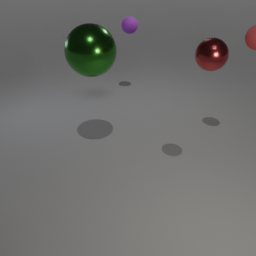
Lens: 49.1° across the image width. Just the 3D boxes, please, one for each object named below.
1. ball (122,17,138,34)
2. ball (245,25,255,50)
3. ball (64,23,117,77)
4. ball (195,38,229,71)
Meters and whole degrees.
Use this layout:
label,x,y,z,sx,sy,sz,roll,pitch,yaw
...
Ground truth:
label,x,y,z,sx,sy,sz,roll,pitch,yaw
ball,0.075,-4.376,11.935,0.700,0.700,0.700,0,30,0
ball,3.644,-2.537,7.821,0.700,0.700,0.700,0,30,0
ball,-1.007,-2.082,7.557,1.400,1.400,1.400,0,30,0
ball,1.792,-1.571,6.001,0.700,0.700,0.700,0,30,0
